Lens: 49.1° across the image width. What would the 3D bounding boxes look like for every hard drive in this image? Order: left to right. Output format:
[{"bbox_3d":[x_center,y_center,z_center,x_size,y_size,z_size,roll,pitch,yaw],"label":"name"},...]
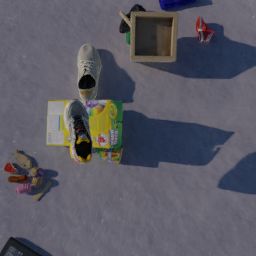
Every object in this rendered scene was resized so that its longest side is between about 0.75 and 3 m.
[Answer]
[{"bbox_3d":[-3.505,4.278,9.039,1.326,0.218,0.926,27,72,9],"label":"hard drive"}]

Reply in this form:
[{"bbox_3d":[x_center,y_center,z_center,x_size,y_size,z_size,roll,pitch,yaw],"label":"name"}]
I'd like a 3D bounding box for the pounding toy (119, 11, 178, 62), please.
[{"bbox_3d":[0.741,-3.722,11.203,2.249,1.599,2.070,1,101,1],"label":"pounding toy"}]

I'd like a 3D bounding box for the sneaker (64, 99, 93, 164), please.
[{"bbox_3d":[-1.327,0.111,8.003,0.742,0.783,1.906,-13,97,-23],"label":"sneaker"}]

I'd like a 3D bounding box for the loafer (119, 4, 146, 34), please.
[{"bbox_3d":[0.191,-4.705,12.122,0.579,0.560,1.648,29,71,14],"label":"loafer"}]

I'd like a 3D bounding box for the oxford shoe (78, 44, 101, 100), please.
[{"bbox_3d":[-1.585,-2.326,11.172,0.981,0.753,2.608,-3,68,2],"label":"oxford shoe"}]

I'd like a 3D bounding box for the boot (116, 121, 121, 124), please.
[{"bbox_3d":[-1.198,-0.558,10.599,1.303,0.607,1.685,-33,78,-11],"label":"boot"}]

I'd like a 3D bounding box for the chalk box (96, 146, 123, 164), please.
[{"bbox_3d":[-0.697,0.880,10.088,0.928,0.575,0.579,11,70,4],"label":"chalk box"}]

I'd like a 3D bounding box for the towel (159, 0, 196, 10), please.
[{"bbox_3d":[2.151,-6.058,12.695,1.661,0.411,1.226,-14,71,-5],"label":"towel"}]

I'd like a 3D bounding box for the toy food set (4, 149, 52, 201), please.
[{"bbox_3d":[-3.709,1.692,9.940,1.862,0.293,1.184,34,74,12],"label":"toy food set"}]

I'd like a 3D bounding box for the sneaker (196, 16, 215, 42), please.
[{"bbox_3d":[3.339,-4.250,12.089,0.674,0.457,1.166,0,82,-9],"label":"sneaker"}]

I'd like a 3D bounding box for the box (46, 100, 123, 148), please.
[{"bbox_3d":[-1.458,-0.154,9.764,2.816,0.681,1.652,2,89,21],"label":"box"}]
